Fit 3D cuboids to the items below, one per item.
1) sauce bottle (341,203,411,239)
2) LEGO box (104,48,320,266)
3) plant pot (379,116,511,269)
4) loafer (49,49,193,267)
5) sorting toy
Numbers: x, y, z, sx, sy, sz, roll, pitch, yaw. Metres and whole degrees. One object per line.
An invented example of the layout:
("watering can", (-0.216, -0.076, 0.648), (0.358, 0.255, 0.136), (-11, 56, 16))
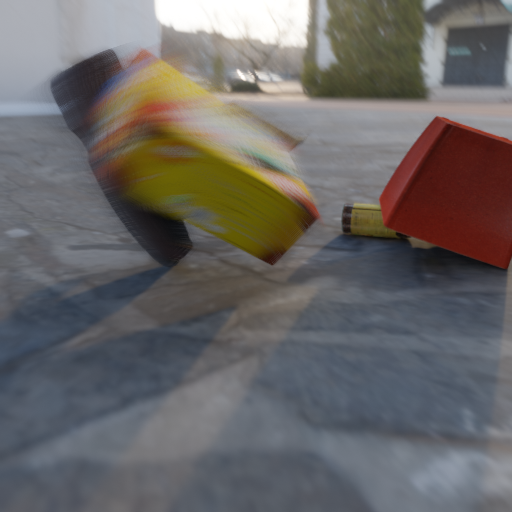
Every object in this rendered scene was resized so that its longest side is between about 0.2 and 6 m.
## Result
("sauce bottle", (2.355, -0.576, 9.624), (1.742, 0.564, 0.564), (7, 20, 16))
("LEGO box", (-0.639, -1.298, 7.577), (2.666, 1.029, 1.985), (27, 28, -33))
("plant pot", (3.173, -1.145, 8.776), (1.921, 1.694, 1.923), (19, 21, 3))
("loafer", (-1.822, -1.515, 8.258), (1.090, 3.462, 1.244), (-34, -9, 12))
("sorting toy", (-0.160, -2.183, 10.764), (1.564, 0.281, 2.099), (23, -11, -13))
